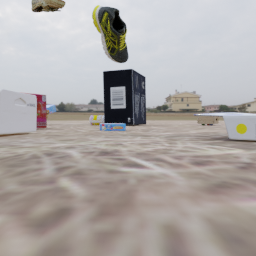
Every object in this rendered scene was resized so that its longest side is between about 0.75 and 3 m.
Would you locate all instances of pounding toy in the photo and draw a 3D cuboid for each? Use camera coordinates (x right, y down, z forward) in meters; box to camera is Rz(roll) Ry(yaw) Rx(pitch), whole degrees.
[{"bbox_3d":[4.647,-0.480,15.072,1.485,0.679,1.305,1,2,30],"label":"pounding toy"}]

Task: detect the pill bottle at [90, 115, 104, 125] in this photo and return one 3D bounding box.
[{"bbox_3d":[-1.552,-0.423,15.481,1.053,0.549,0.549,1,2,14],"label":"pill bottle"}]

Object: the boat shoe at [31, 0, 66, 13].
[{"bbox_3d":[-2.790,-4.255,9.737,0.694,0.594,1.895,5,17,-43],"label":"boat shoe"}]

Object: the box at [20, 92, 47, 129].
[{"bbox_3d":[-4.034,-0.553,9.116,1.271,1.217,2.549,1,2,35],"label":"box"}]

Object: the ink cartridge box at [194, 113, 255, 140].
[{"bbox_3d":[2.765,-0.046,5.143,2.343,0.550,2.315,-1,3,38],"label":"ink cartridge box"}]

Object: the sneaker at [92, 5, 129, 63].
[{"bbox_3d":[-0.493,-3.641,11.258,1.112,0.978,2.627,15,-28,37],"label":"sneaker"}]

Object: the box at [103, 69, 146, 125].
[{"bbox_3d":[-0.094,-1.563,15.369,1.685,2.822,2.870,-1,1,17],"label":"box"}]

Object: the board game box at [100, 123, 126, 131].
[{"bbox_3d":[-0.490,-0.031,8.756,0.745,0.213,0.761,0,2,-9],"label":"board game box"}]

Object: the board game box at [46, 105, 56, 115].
[{"bbox_3d":[-5.835,-0.772,16.082,2.062,0.499,2.726,1,18,28],"label":"board game box"}]

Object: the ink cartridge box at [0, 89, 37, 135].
[{"bbox_3d":[-3.503,-0.332,6.403,2.275,0.959,1.661,0,2,10],"label":"ink cartridge box"}]
